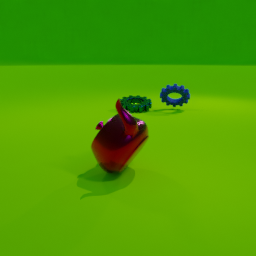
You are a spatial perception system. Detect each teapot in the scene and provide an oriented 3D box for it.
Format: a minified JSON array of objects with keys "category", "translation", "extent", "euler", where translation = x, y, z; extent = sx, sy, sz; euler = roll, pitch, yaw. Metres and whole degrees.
[{"category":"teapot","translation":[-0.199,0.192,5.261],"extent":[0.937,1.914,1.190],"euler":[39,55,9]}]

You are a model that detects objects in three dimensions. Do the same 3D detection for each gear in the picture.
[{"category":"gear","translation":[0.311,-1.039,11.952],"extent":[1.391,0.257,1.391],"euler":[0,27,0]},{"category":"gear","translation":[1.982,-1.357,11.854],"extent":[1.240,1.240,0.229],"euler":[3,56,11]}]
